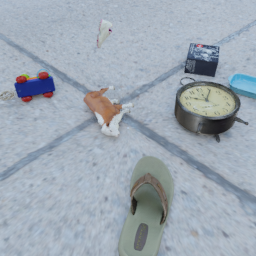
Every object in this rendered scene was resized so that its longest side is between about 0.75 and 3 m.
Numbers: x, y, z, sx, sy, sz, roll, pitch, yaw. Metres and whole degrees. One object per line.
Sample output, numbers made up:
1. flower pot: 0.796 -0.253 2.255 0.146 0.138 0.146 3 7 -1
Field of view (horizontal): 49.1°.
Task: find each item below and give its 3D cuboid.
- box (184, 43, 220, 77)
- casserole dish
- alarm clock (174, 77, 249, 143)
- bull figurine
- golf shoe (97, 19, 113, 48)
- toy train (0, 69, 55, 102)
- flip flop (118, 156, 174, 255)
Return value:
1. box: 3.129 -2.892 11.807 1.276 0.729 1.401 11 45 10
2. casserole dish: 4.715 -1.532 10.635 1.864 0.362 1.129 21 47 22
3. alarm clock: 2.492 -0.854 9.446 2.023 0.998 2.999 -9 46 -9
4. bull figurine: -0.647 -0.629 9.416 1.351 0.725 2.226 -21 49 -24
5. golf shoe: -0.760 -2.959 8.943 0.450 0.983 0.370 6 50 -14
6. toy train: -3.912 -1.624 10.407 2.217 0.938 1.283 -13 34 -14
7. flip flop: 0.455 1.783 6.732 1.185 0.841 2.921 10 44 11
